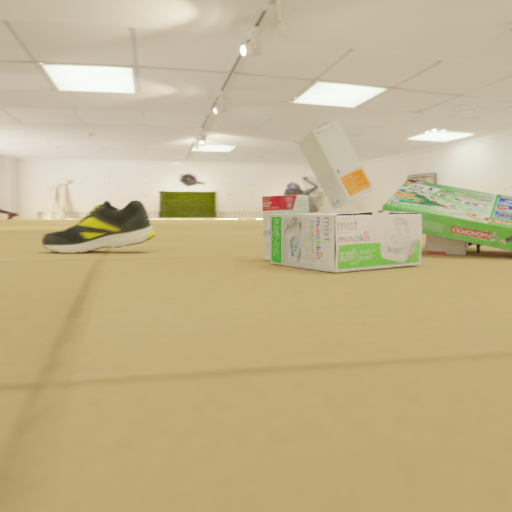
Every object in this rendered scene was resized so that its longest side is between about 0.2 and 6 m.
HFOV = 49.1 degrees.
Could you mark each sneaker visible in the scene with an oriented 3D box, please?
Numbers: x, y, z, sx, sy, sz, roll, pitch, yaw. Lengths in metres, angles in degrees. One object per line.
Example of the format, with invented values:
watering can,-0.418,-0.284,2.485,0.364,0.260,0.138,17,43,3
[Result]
sneaker,-3.399,-0.641,12.022,2.389,1.011,0.890,-8,6,-1

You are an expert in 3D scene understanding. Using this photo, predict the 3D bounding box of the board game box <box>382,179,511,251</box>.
board game box,4.523,-0.848,11.614,3.373,0.491,2.270,14,27,23

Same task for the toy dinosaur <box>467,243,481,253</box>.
toy dinosaur,4.627,-0.475,13.004,1.134,0.853,2.217,-4,38,6

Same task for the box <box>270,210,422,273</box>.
box,1.477,-0.299,9.316,1.918,0.927,1.693,-3,6,-34

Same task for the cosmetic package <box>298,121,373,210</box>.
cosmetic package,1.290,-1.466,9.087,0.642,1.266,0.451,-29,0,-32

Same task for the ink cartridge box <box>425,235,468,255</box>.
ink cartridge box,4.096,-0.431,11.923,0.807,0.470,1.108,4,21,24

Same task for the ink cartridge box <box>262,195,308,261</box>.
ink cartridge box,0.554,-0.519,10.355,0.512,1.196,0.882,3,5,37
